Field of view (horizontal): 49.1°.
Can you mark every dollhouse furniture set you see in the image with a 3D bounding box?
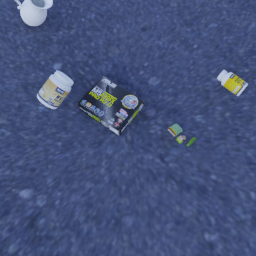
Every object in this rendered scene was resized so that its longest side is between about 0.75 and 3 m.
[{"bbox_3d":[1.464,0.143,7.611,0.380,0.294,0.761,-31,70,-31],"label":"dollhouse furniture set"}]

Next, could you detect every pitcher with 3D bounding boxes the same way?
[{"bbox_3d":[-3.117,-3.844,8.896,1.141,1.330,0.806,9,79,-29],"label":"pitcher"}]

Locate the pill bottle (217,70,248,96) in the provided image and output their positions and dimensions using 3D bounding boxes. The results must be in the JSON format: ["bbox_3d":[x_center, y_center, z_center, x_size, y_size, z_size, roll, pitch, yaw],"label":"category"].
[{"bbox_3d":[2.953,-1.303,7.973,0.787,0.438,0.438,39,70,13],"label":"pill bottle"}]

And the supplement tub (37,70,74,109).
[{"bbox_3d":[-1.959,-1.037,7.595,0.651,0.651,0.901,44,103,19],"label":"supplement tub"}]

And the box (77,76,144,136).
[{"bbox_3d":[-0.488,-0.665,8.022,1.514,0.335,1.213,34,69,15],"label":"box"}]
